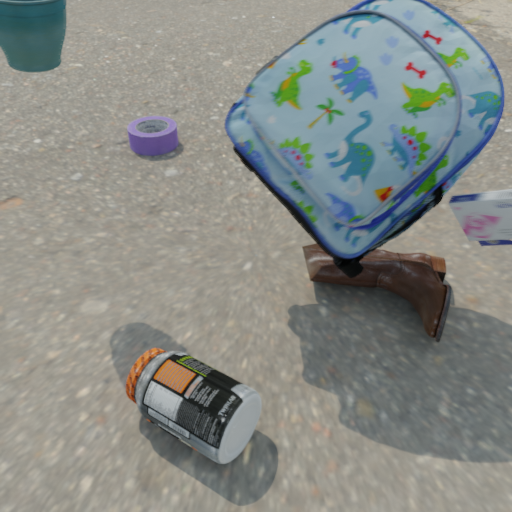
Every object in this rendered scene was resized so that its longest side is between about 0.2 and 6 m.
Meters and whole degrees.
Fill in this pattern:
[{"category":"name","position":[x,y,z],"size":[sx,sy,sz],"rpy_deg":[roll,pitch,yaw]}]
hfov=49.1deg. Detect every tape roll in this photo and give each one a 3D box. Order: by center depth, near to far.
[{"category":"tape roll","position":[-2.698,-3.156,14.677],"size":[1.276,0.542,1.276],"rpy_deg":[0,39,0]}]

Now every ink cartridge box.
[{"category":"ink cartridge box","position":[3.145,-0.420,7.251],"size":[0.973,0.991,0.215],"rpy_deg":[-3,44,51]}]

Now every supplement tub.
[{"category":"supplement tub","position":[-0.877,1.972,7.640],"size":[1.708,1.046,1.046],"rpy_deg":[22,43,27]}]

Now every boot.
[{"category":"boot","position":[1.959,0.492,9.710],"size":[2.572,0.826,2.397],"rpy_deg":[11,26,8]}]

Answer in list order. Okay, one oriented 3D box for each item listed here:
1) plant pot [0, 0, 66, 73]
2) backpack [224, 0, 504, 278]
[{"category":"plant pot","position":[-3.350,-3.360,8.265],"size":[1.158,1.088,1.158],"rpy_deg":[4,39,-4]},{"category":"backpack","position":[1.653,-1.942,8.107],"size":[3.426,2.517,3.135],"rpy_deg":[-41,83,2]}]
